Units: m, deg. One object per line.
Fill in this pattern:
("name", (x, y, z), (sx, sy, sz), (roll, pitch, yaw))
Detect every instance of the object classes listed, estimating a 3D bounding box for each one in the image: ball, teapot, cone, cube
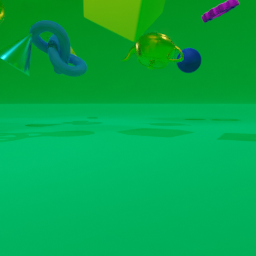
("ball", (2.433, -2.693, 11.196), (0.981, 0.981, 0.981), (0, 5, 0))
("teapot", (0.733, -2.256, 8.551), (1.990, 0.974, 1.237), (10, -9, 24))
("cone", (-3.184, -2.362, 8.409), (1.149, 1.153, 1.149), (31, -2, 1))
("cube", (-0.008, -2.847, 5.690), (1.309, 1.309, 1.309), (30, -31, 10))

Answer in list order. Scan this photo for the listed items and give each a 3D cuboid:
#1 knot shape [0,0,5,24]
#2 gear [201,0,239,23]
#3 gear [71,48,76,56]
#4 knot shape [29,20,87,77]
("knot shape", (-3.189, -2.132, 5.222), (1.701, 0.840, 1.818), (-29, 27, -25))
("gear", (3.285, -4.191, 10.008), (1.290, 0.239, 1.290), (-25, 7, 3))
("gear", (-2.346, -3.056, 12.244), (0.234, 1.265, 1.265), (-31, 6, 0))
("knot shape", (-2.321, -2.522, 9.399), (0.968, 2.094, 1.960), (-40, 14, -8))
